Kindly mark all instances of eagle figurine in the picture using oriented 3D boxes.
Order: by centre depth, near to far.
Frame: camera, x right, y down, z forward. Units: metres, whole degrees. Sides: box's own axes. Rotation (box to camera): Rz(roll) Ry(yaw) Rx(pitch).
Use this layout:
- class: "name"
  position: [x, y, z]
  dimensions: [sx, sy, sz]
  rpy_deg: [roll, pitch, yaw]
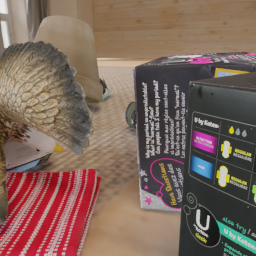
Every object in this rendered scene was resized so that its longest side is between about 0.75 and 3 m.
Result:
- class: "eagle figurine"
  position: [-1.698, -0.096, 3.760]
  dimensions: [2.047, 2.058, 2.713]
  rpy_deg: [0, 10, -17]

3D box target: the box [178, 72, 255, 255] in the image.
- class: "box"
  position: [1.292, 0.570, 2.179]
  dimensions: [1.423, 1.916, 1.191]
  rpy_deg: [-13, 21, -37]

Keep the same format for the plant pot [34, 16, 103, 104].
- class: "plant pot"
  position: [-2.071, -2.138, 9.101]
  dimensions: [2.762, 2.396, 2.762]
  rpy_deg: [6, -3, 0]

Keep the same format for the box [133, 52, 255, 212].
- class: "box"
  position: [1.194, -0.186, 4.609]
  dimensions: [1.705, 1.963, 2.971]
  rpy_deg: [1, 17, 15]

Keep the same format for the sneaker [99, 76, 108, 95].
- class: "sneaker"
  position: [-1.432, -1.518, 10.901]
  dimensions: [0.787, 0.726, 1.968]
  rpy_deg: [-26, 13, -26]

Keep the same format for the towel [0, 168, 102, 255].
- class: "towel"
  position: [-1.729, 0.992, 3.565]
  dimensions: [2.573, 0.289, 1.861]
  rpy_deg: [0, 18, 3]

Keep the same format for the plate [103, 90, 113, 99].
- class: "plate"
  position: [-1.611, -1.363, 11.520]
  dimensions: [1.980, 0.253, 1.980]
  rpy_deg: [0, 16, 0]

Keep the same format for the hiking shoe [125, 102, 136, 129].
- class: "hiking shoe"
  position: [1.375, -0.319, 7.042]
  dimensions: [2.712, 1.027, 1.365]
  rpy_deg: [-15, 26, -14]

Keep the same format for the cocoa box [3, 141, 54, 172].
- class: "cocoa box"
  position: [-1.795, 0.370, 4.771]
  dimensions: [0.864, 0.576, 0.567]
  rpy_deg: [-21, -17, -42]
